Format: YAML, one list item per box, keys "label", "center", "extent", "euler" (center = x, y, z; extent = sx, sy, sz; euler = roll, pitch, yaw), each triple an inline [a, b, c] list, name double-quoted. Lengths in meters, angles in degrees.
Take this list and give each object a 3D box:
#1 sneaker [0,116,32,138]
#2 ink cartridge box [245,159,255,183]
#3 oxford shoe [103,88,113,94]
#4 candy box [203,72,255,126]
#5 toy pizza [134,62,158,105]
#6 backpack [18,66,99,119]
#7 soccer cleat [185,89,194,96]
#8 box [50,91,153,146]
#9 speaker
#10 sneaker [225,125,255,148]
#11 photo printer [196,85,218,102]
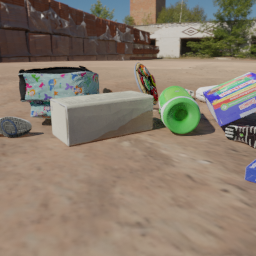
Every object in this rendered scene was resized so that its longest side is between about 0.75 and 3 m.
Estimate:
- label: "sneaker"
  center: [-3.888, -0.083, 8.749]
  extent: [1.817, 0.677, 0.791]
  euler: [0, 12, 0]
- label: "ink cartridge box"
  center: [3.169, 0.859, 6.133]
  extent: [0.675, 0.317, 1.435]
  euler: [14, 22, 41]
- label: "oxford shoe"
  center: [-1.166, -2.065, 16.033]
  extent: [0.344, 0.344, 0.965]
  euler: [23, 2, -34]
- label: "candy box"
  center: [3.690, -1.058, 9.523]
  extent: [1.899, 0.865, 2.246]
  euler: [-23, 14, 13]
- label: "toy pizza"
  center: [0.840, -1.841, 11.489]
  extent: [0.300, 1.892, 1.892]
  euler: [-21, 7, 25]
- label: "backpack"
  center: [-2.336, -1.322, 10.222]
  extent: [2.653, 1.997, 2.355]
  euler: [-7, 6, 5]
- label: "soccer cleat"
  center: [2.603, -1.667, 13.941]
  extent: [0.877, 0.706, 2.058]
  euler: [6, 13, 33]
- label: "box"
  center: [-0.779, -0.417, 8.880]
  extent: [3.000, 1.166, 1.424]
  euler: [-10, 19, -30]
- label: "speaker"
  center: [1.735, -0.731, 9.852]
  extent: [1.282, 1.282, 2.898]
  euler: [1, 17, 3]
- label: "sneaker"
  center: [3.650, 0.171, 8.016]
  extent: [0.889, 0.582, 1.539]
  euler: [-6, 17, -29]
- label: "photo printer"
  center: [4.500, -1.636, 13.744]
  extent: [2.035, 0.707, 1.693]
  euler: [-12, 21, -33]
